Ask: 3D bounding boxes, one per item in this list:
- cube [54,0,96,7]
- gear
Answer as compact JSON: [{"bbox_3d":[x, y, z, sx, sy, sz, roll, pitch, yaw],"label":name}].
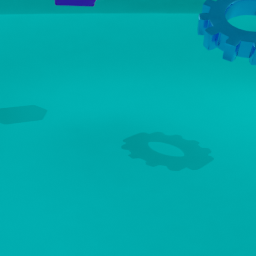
[{"bbox_3d":[-1.301,-3.739,6.881,1.028,1.028,1.028,-6,-5,-19],"label":"cube"},{"bbox_3d":[2.319,-1.984,5.274,1.919,0.355,1.919,-4,55,5],"label":"gear"}]
